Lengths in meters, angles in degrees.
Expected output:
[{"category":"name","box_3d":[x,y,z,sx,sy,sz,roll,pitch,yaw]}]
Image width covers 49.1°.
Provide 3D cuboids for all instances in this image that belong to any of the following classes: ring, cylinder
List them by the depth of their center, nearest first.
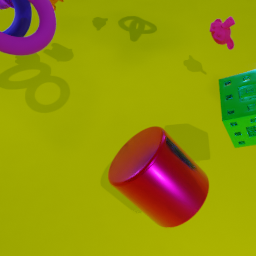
[{"category":"cylinder","box_3d":[0.492,0.788,4.575,1.195,1.195,1.195,45,52,-20]},{"category":"ring","box_3d":[-2.210,-2.203,5.377,1.686,0.337,1.686,8,74,-32]},{"category":"ring","box_3d":[-3.339,-2.801,6.667,2.006,2.006,0.401,-17,47,-14]}]

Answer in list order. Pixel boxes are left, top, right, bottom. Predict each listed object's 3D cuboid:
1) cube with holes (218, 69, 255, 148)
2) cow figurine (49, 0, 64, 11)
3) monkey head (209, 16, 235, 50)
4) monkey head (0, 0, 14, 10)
[{"category":"cube with holes","box_3d":[2.256,-0.347,5.019,0.953,0.953,0.953,-12,51,28]},{"category":"cow figurine","box_3d":[-2.096,-3.879,7.201,1.735,1.707,0.952,22,70,45]},{"category":"monkey head","box_3d":[2.927,-2.971,8.505,0.690,0.823,1.144,-4,67,-49]},{"category":"monkey head","box_3d":[-3.495,-3.506,7.281,1.458,0.878,1.049,24,46,25]}]
